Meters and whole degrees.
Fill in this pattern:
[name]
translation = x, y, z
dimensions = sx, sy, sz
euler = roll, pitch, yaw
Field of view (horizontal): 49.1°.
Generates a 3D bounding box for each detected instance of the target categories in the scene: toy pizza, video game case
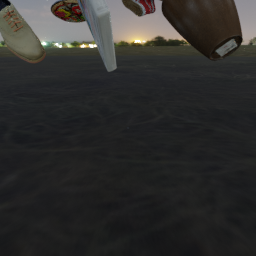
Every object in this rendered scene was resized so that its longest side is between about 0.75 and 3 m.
[toy pizza]
translation = -1.704, -3.670, 8.956
dimensions = 1.496, 0.237, 1.496
euler = -2, -4, 0
[video game case]
translation = -0.884, -2.869, 6.474
dimensions = 0.314, 2.416, 2.654
euler = -22, -10, -4

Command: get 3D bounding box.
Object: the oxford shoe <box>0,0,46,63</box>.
[oxford shoe]
translation = -3.434, -3.016, 8.282
dimensions = 0.913, 2.579, 0.952
euler = -41, -5, -16

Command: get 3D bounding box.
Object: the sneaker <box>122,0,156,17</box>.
[sneaker]
translation = 0.405, -4.649, 10.335
dimensions = 0.846, 0.536, 1.504
euler = -22, 62, -27

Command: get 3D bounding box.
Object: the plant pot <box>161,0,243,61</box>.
[plant pot]
translation = 2.232, -2.976, 7.766
dimensions = 1.931, 2.066, 1.931
euler = -20, -21, -8
